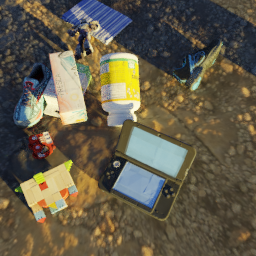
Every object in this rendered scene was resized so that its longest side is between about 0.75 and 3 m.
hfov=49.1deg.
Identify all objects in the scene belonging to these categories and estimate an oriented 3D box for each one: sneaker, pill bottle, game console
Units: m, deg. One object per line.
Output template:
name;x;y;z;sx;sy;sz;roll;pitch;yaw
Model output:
sneaker;-3.924;-1.406;11.186;1.141;1.374;2.877;9;61;5
pill bottle;-0.294;-1.403;10.742;1.473;1.473;2.612;-3;87;-2
sneaker;3.107;-3.016;12.258;1.202;1.074;2.935;32;66;16
game console;0.564;1.402;9.515;2.700;1.598;2.305;24;63;13

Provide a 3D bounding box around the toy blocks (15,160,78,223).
toy blocks;-2.579;2.225;9.522;2.091;1.045;1.430;-26;75;-13

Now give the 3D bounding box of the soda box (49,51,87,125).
soda box;-2.287;-1.563;10.649;0.956;0.889;2.795;-12;65;-10

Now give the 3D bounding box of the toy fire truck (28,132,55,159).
toy fire truck;-3.233;0.647;10.569;0.868;0.579;1.033;-17;62;-30

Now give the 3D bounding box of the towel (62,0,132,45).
towel;-1.586;-5.451;14.094;2.960;0.353;2.143;33;64;15

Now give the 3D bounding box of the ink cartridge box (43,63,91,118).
ink cartridge box;-2.562;-1.605;11.625;1.375;0.790;2.348;13;62;6

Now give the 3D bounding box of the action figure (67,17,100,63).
action figure;-2.005;-4.244;12.882;1.554;0.828;2.388;-15;62;18
